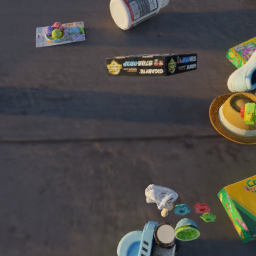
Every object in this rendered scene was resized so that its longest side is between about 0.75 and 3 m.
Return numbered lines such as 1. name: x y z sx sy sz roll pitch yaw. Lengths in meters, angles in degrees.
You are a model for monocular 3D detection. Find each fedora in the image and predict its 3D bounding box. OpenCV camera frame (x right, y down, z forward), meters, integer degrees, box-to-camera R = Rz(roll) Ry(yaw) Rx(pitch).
1. fedora: 4.039 -0.536 9.676 2.290 0.934 2.290 0 60 -1

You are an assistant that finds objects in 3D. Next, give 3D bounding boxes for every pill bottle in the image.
1. pill bottle: 0.546 -5.441 12.280 2.416 1.399 1.399 -34 65 -19

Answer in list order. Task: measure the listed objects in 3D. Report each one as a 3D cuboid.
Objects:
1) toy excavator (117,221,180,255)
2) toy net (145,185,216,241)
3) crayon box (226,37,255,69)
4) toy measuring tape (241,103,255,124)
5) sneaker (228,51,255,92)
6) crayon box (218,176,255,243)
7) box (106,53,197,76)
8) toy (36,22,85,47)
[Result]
1. toy excavator: -0.041 3.569 7.259 2.498 1.247 2.428 5 57 18
2. toy net: 1.107 1.766 5.920 0.995 1.897 0.366 -28 35 25
3. crayon box: 4.993 -3.041 11.404 1.633 0.476 0.970 -26 63 -14
4. toy measuring tape: 3.540 -0.504 8.031 0.568 0.568 1.544 30 26 16
5. sneaker: 5.042 -2.208 10.396 2.766 1.022 1.133 -43 27 -13
6. crayon box: 4.182 2.116 8.211 2.559 0.745 1.520 -18 61 -10
7. box: 0.778 -1.915 8.366 1.886 0.546 2.373 7 18 31
8. toy: -2.957 -4.193 12.078 2.094 0.494 1.206 -7 59 -4
